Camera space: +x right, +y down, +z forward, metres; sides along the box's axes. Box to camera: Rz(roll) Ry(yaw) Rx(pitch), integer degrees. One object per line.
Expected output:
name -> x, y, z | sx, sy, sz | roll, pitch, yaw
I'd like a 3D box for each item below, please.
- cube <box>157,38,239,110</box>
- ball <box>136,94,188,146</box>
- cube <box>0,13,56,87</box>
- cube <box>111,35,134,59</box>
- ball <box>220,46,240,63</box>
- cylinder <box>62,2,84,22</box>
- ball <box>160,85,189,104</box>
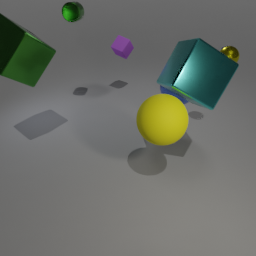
cube -> 1.891, -1.519, 7.892 | 1.400, 1.400, 1.400 | 27, 7, -16
ball -> 0.924, -0.224, 7.603 | 1.400, 1.400, 1.400 | 0, 32, 0
cube -> -3.380, -2.316, 8.512 | 1.400, 1.400, 1.400 | 37, 8, 22
cube -> -0.262, -3.835, 13.303 | 0.700, 0.700, 0.700 | 31, 85, 24
ball -> 3.425, -2.436, 9.539 | 0.700, 0.700, 0.700 | 0, 32, 0
cylinder -> -2.086, -4.425, 10.671 | 0.700, 0.700, 0.700 | 3, 26, 5
ball -> 1.892, -1.550, 10.434 | 1.400, 1.400, 1.400 | 0, 32, 0
